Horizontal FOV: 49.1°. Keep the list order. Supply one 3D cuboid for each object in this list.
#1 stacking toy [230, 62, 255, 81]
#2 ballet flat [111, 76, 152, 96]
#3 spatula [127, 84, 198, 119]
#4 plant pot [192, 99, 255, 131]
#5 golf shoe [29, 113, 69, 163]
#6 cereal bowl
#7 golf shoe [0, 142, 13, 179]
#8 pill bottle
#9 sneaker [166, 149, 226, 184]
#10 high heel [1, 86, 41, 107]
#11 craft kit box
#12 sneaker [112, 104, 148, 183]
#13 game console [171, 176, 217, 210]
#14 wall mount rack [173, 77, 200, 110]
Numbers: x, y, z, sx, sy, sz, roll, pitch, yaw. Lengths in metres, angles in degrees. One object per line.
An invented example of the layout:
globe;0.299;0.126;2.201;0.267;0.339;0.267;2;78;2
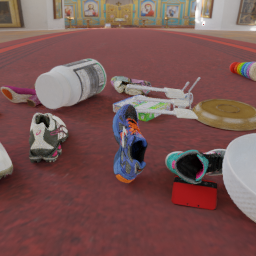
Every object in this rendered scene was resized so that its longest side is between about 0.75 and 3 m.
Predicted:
stacking toy;5.989;-2.989;14.366;0.928;0.928;2.173;-7;17;-15
ballet flat;-0.007;-1.706;11.634;2.016;0.697;0.718;14;47;28
spatula;0.867;-0.719;7.381;1.787;0.144;1.243;3;49;-21
plant pot;3.260;-0.531;9.177;2.295;0.315;2.295;2;24;-1
golf shoe;-2.032;-0.004;7.251;0.869;0.992;2.252;-5;23;-8
cereal bowl;2.665;1.029;4.754;2.171;0.904;2.171;2;34;-2
golf shoe;-3.455;0.320;6.199;2.664;1.226;0.967;22;31;38
pill bottle;-2.047;-1.660;10.375;1.463;1.463;2.587;12;26;25
sneaker;1.507;0.696;5.407;1.519;0.635;0.917;-3;3;5
high heel;-3.913;-1.310;10.641;1.814;0.612;0.872;24;40;16
craft kit box;0.483;-0.732;9.712;1.438;0.353;1.456;16;28;37
sneaker;0.116;0.248;5.979;0.666;1.769;0.694;17;-33;-36
game console;1.283;1.240;5.461;0.820;0.487;0.707;7;-4;11
wall mount rack;2.033;-1.051;9.372;0.497;1.159;1.334;8;24;38
